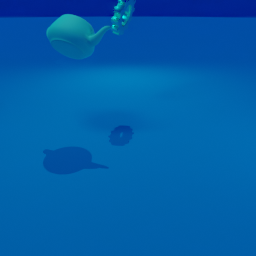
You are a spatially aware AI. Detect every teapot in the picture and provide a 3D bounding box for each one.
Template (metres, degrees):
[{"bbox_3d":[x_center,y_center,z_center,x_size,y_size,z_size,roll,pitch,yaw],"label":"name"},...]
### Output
[{"bbox_3d":[-1.237,-2.216,6.661,1.824,0.893,1.134,13,-13,26],"label":"teapot"}]

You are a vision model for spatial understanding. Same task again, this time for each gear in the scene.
[{"bbox_3d":[-0.129,-3.206,7.896,0.212,1.149,1.149,26,29,8],"label":"gear"}]
